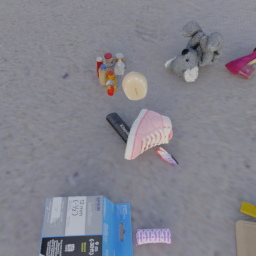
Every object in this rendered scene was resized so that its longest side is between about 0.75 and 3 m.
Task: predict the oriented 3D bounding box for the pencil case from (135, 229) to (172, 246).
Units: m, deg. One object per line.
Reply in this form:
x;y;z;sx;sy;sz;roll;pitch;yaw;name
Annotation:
0.726;3.124;8.021;1.029;0.432;0.440;-3;85;0;pencil case

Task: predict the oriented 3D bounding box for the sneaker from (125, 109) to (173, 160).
0.806;0.249;9.557;1.353;0.974;2.588;17;35;9;sneaker

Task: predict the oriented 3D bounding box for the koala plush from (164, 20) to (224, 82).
2.777;-3.022;12.041;2.113;1.941;1.873;-46;59;-5;koala plush

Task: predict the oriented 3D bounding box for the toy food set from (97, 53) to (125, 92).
-0.758;-2.666;11.965;1.062;1.001;2.224;10;54;8;toy food set

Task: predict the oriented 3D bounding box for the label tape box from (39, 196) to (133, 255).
-1.126;2.879;7.956;2.464;0.815;1.765;-3;53;0;label tape box

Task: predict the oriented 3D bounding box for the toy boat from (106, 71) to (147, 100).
-0.052;-1.424;9.307;1.372;1.153;0.637;-7;50;2;toy boat

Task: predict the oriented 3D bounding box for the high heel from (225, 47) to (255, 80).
5.336;-3.283;12.487;1.187;0.832;2.468;33;63;10;high heel

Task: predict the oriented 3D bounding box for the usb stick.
-0.127;0.139;10.275;0.536;0.315;1.932;-19;55;-34;usb stick

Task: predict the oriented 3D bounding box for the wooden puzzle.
3.872;3.385;7.935;1.624;0.282;2.408;11;54;13;wooden puzzle

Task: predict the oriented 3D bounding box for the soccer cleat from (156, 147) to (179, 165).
1.363;1.033;9.699;0.878;0.299;0.321;42;90;20;soccer cleat
